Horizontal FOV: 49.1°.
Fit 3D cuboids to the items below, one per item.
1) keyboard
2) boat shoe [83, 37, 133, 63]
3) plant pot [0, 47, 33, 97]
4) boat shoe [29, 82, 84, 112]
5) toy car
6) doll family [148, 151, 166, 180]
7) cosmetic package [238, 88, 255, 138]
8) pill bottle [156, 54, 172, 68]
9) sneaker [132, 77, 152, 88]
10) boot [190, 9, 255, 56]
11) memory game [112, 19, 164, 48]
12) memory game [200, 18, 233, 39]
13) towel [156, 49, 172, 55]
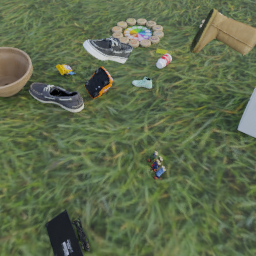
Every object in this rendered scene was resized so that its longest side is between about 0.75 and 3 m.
[{"bbox_3d":[-1.499,3.256,7.682,1.059,0.403,2.035,-34,55,2],"label":"keyboard"},{"bbox_3d":[-0.593,-2.787,9.655,2.219,0.752,0.796,-3,53,-54],"label":"boat shoe"},{"bbox_3d":[-5.175,-2.135,11.625,2.502,1.155,2.502,2,54,-2],"label":"plant pot"},{"bbox_3d":[-2.942,-1.468,11.329,2.594,0.814,0.942,22,53,18],"label":"boat shoe"},{"bbox_3d":[-1.704,-2.374,11.901,2.734,1.341,0.910,39,27,21],"label":"toy car"},{"bbox_3d":[0.912,1.260,9.193,0.381,0.561,0.971,27,31,-22],"label":"doll family"},{"bbox_3d":[5.182,-1.036,10.059,1.333,2.168,2.161,25,54,23],"label":"cosmetic package"},{"bbox_3d":[1.657,-3.087,12.980,0.430,0.430,0.765,30,56,24],"label":"pill bottle"},{"bbox_3d":[0.616,-2.029,12.013,0.875,0.516,0.322,13,52,12],"label":"sneaker"},{"bbox_3d":[3.071,-2.750,8.922,1.727,1.512,0.571,23,30,-12],"label":"boot"},{"bbox_3d":[0.506,-5.110,14.886,2.811,0.179,2.811,0,50,0],"label":"memory game"},{"bbox_3d":[5.090,-5.401,15.157,2.408,0.153,2.408,0,49,0],"label":"memory game"},{"bbox_3d":[1.770,-3.747,13.789,0.753,0.068,0.324,13,50,11],"label":"towel"}]
